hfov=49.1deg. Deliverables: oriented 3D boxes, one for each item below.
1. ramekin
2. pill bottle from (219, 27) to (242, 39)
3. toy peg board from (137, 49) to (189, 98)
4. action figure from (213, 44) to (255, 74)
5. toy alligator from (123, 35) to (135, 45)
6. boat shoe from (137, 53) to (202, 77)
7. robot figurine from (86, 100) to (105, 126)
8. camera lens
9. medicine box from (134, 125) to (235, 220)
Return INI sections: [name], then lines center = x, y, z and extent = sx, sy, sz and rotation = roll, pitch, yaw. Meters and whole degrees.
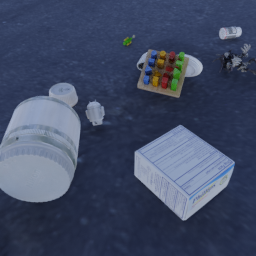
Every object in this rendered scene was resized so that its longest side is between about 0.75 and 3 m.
[ramekin]
center = -2.203, -1.117, 9.468
extent = 0.961, 0.504, 0.961
rotation = 0, 40, 0
[pill bottle]
center = 4.953, -4.607, 13.542
extent = 0.922, 0.525, 0.525
rotation = -9, 41, -12
[toy peg board]
center = 1.238, -2.043, 9.708
extent = 1.525, 0.749, 1.531
rotation = 15, 77, 9
[action figure]
center = 4.325, -2.592, 10.737
extent = 2.060, 1.051, 1.225
rotation = 23, 71, 20
[toy alligator]
center = 0.011, -4.102, 13.164
extent = 0.273, 0.298, 1.006
rotation = -21, 21, 44
[boat shoe]
center = 1.505, -2.333, 10.621
extent = 2.495, 0.898, 0.855
rotation = 21, 50, 22
[robot figurine]
center = -0.993, -0.461, 8.448
extent = 0.639, 0.754, 0.426
rotation = -11, 4, 23
[camera lens]
center = -2.060, 0.417, 6.711
extent = 1.732, 1.732, 2.165
rotation = -3, 40, -3
[medicine box]
center = 1.285, 0.978, 6.702
extent = 1.586, 0.896, 1.741
rotation = -27, 48, -28
